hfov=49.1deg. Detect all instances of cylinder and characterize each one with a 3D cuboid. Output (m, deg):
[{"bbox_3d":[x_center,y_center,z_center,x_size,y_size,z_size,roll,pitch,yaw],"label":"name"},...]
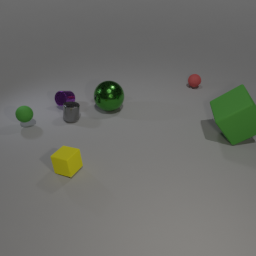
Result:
[{"bbox_3d":[-2.466,-0.709,12.167,0.700,0.700,0.700,6,26,-3],"label":"cylinder"},{"bbox_3d":[-2.952,-1.393,13.130,0.700,0.700,0.700,15,14,22],"label":"cylinder"}]

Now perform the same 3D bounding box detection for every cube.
[{"bbox_3d":[4.141,-0.493,10.590,1.400,1.400,1.400,-30,31,25],"label":"cube"},{"bbox_3d":[-2.028,1.101,9.322,0.700,0.700,0.700,9,32,25],"label":"cube"}]

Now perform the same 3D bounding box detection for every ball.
[{"bbox_3d":[-0.862,-1.455,12.764,1.400,1.400,1.400,0,32,0],"label":"ball"},{"bbox_3d":[-4.271,-0.575,11.550,0.700,0.700,0.700,0,32,0],"label":"ball"},{"bbox_3d":[3.571,-2.549,15.035,0.700,0.700,0.700,0,32,0],"label":"ball"}]
